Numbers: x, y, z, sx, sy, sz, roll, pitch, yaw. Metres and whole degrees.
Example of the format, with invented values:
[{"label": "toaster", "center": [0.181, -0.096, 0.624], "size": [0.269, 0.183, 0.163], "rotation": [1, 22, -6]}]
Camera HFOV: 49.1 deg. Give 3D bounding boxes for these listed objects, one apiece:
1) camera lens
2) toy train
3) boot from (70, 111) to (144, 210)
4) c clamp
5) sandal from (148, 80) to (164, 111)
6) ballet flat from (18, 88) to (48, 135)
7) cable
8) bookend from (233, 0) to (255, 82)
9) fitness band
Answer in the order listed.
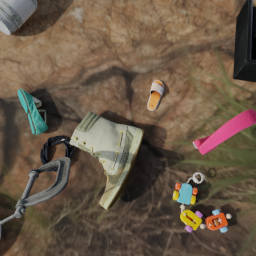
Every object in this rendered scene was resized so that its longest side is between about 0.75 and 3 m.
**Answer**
[{"label": "camera lens", "center": [-4.596, -4.784, 11.020], "size": [1.429, 1.429, 1.787], "rotation": [33, 76, 9]}, {"label": "toy train", "center": [2.349, 2.587, 9.288], "size": [1.529, 0.566, 2.036], "rotation": [-23, 78, -8]}, {"label": "boot", "center": [-0.946, 1.001, 9.473], "size": [2.293, 1.069, 2.965], "rotation": [21, 69, 5]}, {"label": "c clamp", "center": [-2.409, 1.503, 7.399], "size": [1.926, 2.255, 0.305], "rotation": [-22, 112, 9]}, {"label": "sandal", "center": [1.061, -1.269, 10.521], "size": [0.486, 0.364, 1.269], "rotation": [14, 74, 4]}, {"label": "ballet flat", "center": [-3.428, -0.643, 10.277], "size": [0.674, 0.645, 1.916], "rotation": [-17, 72, -30]}, {"label": "cable", "center": [-2.574, 0.909, 9.878], "size": [1.098, 0.342, 1.345], "rotation": [31, 76, 9]}, {"label": "bookend", "center": [5.682, -3.193, 10.599], "size": [2.896, 1.334, 2.877], "rotation": [9, 73, 2]}, {"label": "fitness band", "center": [2.596, 0.101, 7.258], "size": [1.623, 2.261, 0.423], "rotation": [-36, 77, 27]}]
